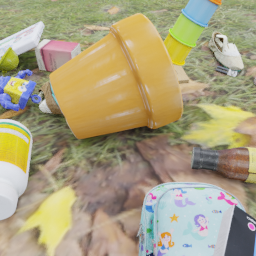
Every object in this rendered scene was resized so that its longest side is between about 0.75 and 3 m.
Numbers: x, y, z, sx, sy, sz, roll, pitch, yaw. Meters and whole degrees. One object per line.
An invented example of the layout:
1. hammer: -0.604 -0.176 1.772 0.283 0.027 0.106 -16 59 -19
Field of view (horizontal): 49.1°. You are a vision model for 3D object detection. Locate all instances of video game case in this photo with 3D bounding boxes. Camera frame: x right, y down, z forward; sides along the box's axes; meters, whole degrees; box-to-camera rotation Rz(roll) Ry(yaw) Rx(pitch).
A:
1. video game case: -4.615 -3.270 11.131 2.558 0.303 2.329 -22 37 8

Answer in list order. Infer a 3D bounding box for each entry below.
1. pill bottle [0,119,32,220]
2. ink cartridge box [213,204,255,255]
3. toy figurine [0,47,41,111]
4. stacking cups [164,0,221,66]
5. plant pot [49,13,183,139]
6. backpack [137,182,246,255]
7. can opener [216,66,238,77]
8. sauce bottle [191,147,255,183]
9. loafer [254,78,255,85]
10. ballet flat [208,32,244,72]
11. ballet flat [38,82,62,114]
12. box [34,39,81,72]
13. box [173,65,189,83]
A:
1. pill bottle: -2.794 0.874 6.140 1.193 1.193 2.115 -7 41 -8
2. ink cartridge box: 0.940 1.190 2.237 0.543 0.213 1.147 35 41 6
3. toy figurine: -3.574 -1.174 8.867 1.734 1.527 2.895 19 40 -11
4. stacking cups: 1.752 -2.900 6.774 0.869 2.873 0.869 18 40 -16
5. plant pot: -0.432 -1.059 7.464 2.721 2.972 2.972 -24 43 -3
6. backpack: 1.109 1.876 4.690 1.934 1.640 2.179 0 34 0
7. can opener: 3.749 -2.140 10.633 0.826 0.217 0.274 26 11 26
8. sauce bottle: 2.773 0.832 6.469 2.549 0.841 0.841 9 40 8
9. loafer: 4.882 -1.889 10.179 0.380 0.332 1.057 28 47 30
10. ballet flat: 3.939 -3.209 11.426 0.860 0.795 2.551 -7 40 -9
11. ballet flat: -2.501 -0.859 8.803 0.657 0.616 1.815 -30 44 -4
12. box: -2.620 -2.709 10.672 1.508 0.964 0.821 9 42 12
13. box: 1.394 -1.995 10.451 1.497 0.159 1.223 -5 40 -7
